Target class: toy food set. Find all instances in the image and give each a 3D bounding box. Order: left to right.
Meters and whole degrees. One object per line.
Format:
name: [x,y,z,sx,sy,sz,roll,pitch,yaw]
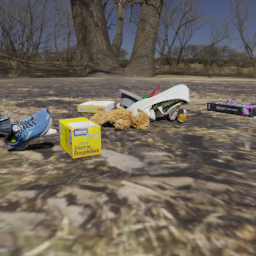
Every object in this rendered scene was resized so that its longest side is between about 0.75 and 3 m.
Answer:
toy food set: [1.984,-0.578,12.131,0.759,0.715,1.590,11,29,-11]

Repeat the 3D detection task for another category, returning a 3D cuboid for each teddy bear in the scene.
teddy bear: [-0.328,-0.425,10.767,2.279,0.761,1.652,7,17,27]

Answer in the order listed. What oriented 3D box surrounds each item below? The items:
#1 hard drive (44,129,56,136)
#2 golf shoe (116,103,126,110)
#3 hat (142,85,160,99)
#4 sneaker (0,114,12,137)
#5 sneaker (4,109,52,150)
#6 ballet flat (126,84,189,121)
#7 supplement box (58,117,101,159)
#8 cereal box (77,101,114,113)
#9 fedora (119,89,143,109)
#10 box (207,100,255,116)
hard drive: [-3.038,0.165,9.573,0.634,0.128,0.961,13,18,43]
golf shoe: [-0.164,-1.145,14.753,0.981,0.379,0.432,3,20,14]
hat: [0.957,-1.741,15.388,1.150,1.222,1.388,8,15,30]
sneaker: [-4.511,0.017,8.749,1.477,0.777,2.044,-2,12,3]
sneaker: [-2.686,0.034,7.477,1.566,0.615,0.698,-39,-24,14]
ballet flat: [1.182,-0.845,11.593,2.928,1.016,1.016,-23,7,16]
supplement box: [-1.370,0.229,7.800,0.793,0.798,1.458,-7,14,-25]
cereal box: [-1.612,-1.114,14.500,1.415,0.389,1.966,2,13,10]
fedora: [0.122,-1.195,13.407,1.570,0.802,1.775,27,2,-17]
box: [5.497,-1.022,14.038,1.780,0.449,2.489,-9,17,-35]
